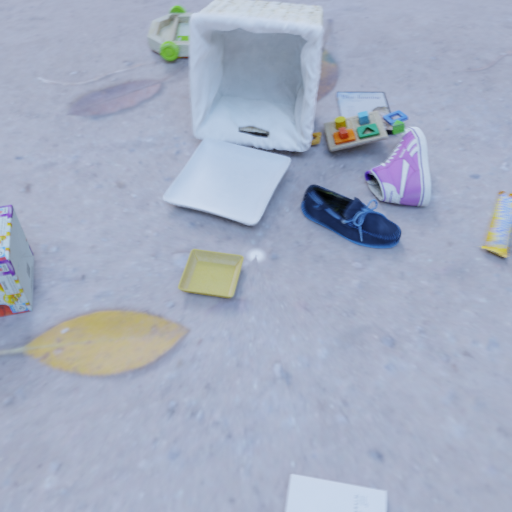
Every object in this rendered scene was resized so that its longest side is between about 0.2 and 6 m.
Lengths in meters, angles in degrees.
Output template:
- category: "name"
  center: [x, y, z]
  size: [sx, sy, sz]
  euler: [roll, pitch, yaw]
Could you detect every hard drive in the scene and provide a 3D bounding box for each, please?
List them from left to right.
- category: "hard drive"
  center: [1.055, 3.480, 7.493]
  size: [1.317, 0.167, 0.869]
  euler: [8, 48, 7]

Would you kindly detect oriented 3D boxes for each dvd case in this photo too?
- category: "dvd case"
  center: [2.741, -3.616, 14.114]
  size: [1.272, 0.156, 1.783]
  euler: [-1, 47, 0]

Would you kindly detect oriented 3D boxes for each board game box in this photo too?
- category: "board game box"
  center: [-5.425, 0.271, 9.642]
  size: [2.716, 1.399, 1.424]
  euler: [-11, 48, -10]

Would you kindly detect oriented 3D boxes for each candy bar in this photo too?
- category: "candy bar"
  center: [4.965, -0.664, 11.328]
  size: [0.482, 0.214, 1.934]
  euler: [21, 51, 15]

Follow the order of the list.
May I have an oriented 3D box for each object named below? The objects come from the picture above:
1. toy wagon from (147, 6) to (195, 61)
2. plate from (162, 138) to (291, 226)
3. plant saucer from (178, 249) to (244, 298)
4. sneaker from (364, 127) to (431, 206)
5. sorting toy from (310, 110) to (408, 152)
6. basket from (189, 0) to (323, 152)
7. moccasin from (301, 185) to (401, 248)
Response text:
- category: "toy wagon"
  center: [-1.495, -6.530, 16.506]
  size: [3.256, 0.644, 2.526]
  euler: [1, 47, 0]
- category: "plate"
  center: [-0.580, -1.557, 11.966]
  size: [2.142, 0.346, 2.137]
  euler: [16, 53, 16]
- category: "plant saucer"
  center: [-0.813, 0.372, 10.338]
  size: [1.032, 0.250, 1.032]
  euler: [7, 47, 8]
- category: "sneaker"
  center: [3.024, -2.044, 12.219]
  size: [1.312, 0.834, 2.301]
  euler: [2, 47, 6]
- category: "sorting toy"
  center: [2.246, -2.968, 12.933]
  size: [2.530, 0.345, 1.425]
  euler: [-12, 38, 8]
- category: "basket"
  center: [0.082, -4.174, 12.788]
  size: [2.795, 2.820, 2.268]
  euler: [8, 36, 6]
- category: "moccasin"
  center: [1.845, -0.784, 11.077]
  size: [2.115, 0.721, 0.851]
  euler: [20, 50, 16]
